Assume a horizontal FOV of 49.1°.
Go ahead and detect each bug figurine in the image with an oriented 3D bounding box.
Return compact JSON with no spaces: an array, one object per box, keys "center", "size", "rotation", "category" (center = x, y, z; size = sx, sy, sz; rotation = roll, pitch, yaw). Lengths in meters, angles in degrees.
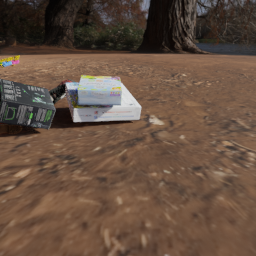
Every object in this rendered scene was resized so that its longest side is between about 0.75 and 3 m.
[{"center":[-3.630,-1.857,8.147],"size":[1.071,0.276,0.831],"rotation":[-3,22,29],"category":"bug figurine"}]

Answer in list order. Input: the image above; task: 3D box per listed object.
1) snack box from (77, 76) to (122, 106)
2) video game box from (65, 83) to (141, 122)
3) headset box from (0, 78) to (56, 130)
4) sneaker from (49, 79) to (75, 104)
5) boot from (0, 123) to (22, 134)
[{"center":[-0.896,-1.241,9.077],"size":[1.354,0.543,1.606],"rotation":[1,27,-6],"category":"snack box"},{"center":[-0.978,-0.979,9.907],"size":[2.232,0.573,2.450],"rotation":[0,28,-18],"category":"video game box"},{"center":[-3.023,-0.705,8.302],"size":[1.593,0.739,1.387],"rotation":[9,29,-33],"category":"headset box"},{"center":[-2.885,-1.413,11.508],"size":[1.683,0.595,0.822],"rotation":[-27,19,20],"category":"sneaker"},{"center":[-3.779,-0.136,8.179],"size":[1.167,0.438,0.626],"rotation":[1,42,-37],"category":"boot"}]
